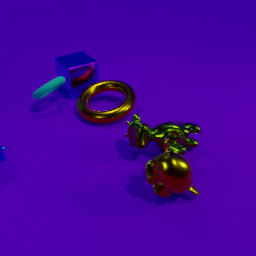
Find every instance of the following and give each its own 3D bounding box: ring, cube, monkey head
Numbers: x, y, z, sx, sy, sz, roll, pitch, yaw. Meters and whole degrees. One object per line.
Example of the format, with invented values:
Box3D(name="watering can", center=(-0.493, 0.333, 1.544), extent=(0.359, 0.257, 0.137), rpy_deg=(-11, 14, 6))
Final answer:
Box3D(name="ring", center=(-2.404, -1.217, 8.547), extent=(1.115, 0.223, 1.115), rpy_deg=(-32, 10, 6))
Box3D(name="cube", center=(-1.702, -1.805, 9.439), extent=(1.086, 1.086, 1.086), rpy_deg=(-23, 43, -27))
Box3D(name="monkey head", center=(0.878, 0.865, 5.863), extent=(0.906, 1.504, 1.082), rpy_deg=(-29, 17, 14))
Box3D(name="ring", center=(-0.655, -0.836, 8.501), extent=(1.838, 0.368, 1.838), rpy_deg=(-5, 46, 5))

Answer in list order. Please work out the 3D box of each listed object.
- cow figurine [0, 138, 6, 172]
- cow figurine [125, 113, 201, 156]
Box3D(name="cow figurine", center=(-3.155, 0.747, 6.233), extent=(1.357, 0.745, 1.335), rpy_deg=(5, 36, 39))
Box3D(name="cow figurine", center=(0.829, 0.140, 6.979), extent=(1.581, 0.882, 1.607), rpy_deg=(17, 18, 33))
